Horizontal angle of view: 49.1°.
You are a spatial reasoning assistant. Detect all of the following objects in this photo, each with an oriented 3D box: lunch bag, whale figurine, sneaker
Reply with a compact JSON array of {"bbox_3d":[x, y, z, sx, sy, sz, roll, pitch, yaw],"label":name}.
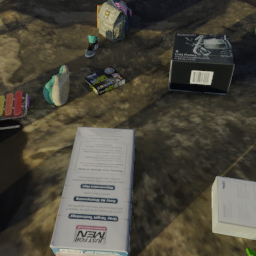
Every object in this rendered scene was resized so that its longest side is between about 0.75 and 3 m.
[{"bbox_3d":[-0.622,-4.027,10.593,0.703,1.196,0.981,-29,55,-28],"label":"lunch bag"},{"bbox_3d":[-2.116,-1.287,8.382,0.644,0.988,1.242,7,68,8],"label":"whale figurine"},{"bbox_3d":[-0.164,-4.608,11.437,0.885,0.757,2.158,-8,54,-21],"label":"sneaker"},{"bbox_3d":[-1.317,-3.032,10.146,0.407,0.588,0.974,9,50,8],"label":"sneaker"}]

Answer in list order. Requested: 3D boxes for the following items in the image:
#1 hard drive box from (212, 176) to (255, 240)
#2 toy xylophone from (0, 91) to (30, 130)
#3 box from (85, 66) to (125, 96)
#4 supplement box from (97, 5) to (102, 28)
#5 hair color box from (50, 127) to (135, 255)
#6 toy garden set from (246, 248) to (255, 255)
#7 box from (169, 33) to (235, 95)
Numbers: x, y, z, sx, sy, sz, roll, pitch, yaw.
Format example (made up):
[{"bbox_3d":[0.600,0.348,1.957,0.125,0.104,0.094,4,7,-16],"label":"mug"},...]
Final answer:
[{"bbox_3d":[2.590,1.732,6.022,1.440,0.553,1.122,9,50,7],"label":"hard drive box"},{"bbox_3d":[-3.596,-0.477,8.044,1.618,0.407,1.185,-15,51,-12],"label":"toy xylophone"},{"bbox_3d":[-0.740,-1.545,9.088,1.051,0.233,0.842,-27,54,-22],"label":"box"},{"bbox_3d":[-1.076,-4.655,11.678,0.431,0.416,1.252,0,49,-2],"label":"supplement box"},{"bbox_3d":[-0.610,1.335,6.155,1.433,0.867,2.865,3,49,2],"label":"hair color box"},{"bbox_3d":[2.679,2.605,5.151,0.919,0.766,0.183,20,90,16],"label":"toy garden set"},{"bbox_3d":[2.262,-2.067,8.838,1.805,1.119,1.774,5,44,8],"label":"box"}]
